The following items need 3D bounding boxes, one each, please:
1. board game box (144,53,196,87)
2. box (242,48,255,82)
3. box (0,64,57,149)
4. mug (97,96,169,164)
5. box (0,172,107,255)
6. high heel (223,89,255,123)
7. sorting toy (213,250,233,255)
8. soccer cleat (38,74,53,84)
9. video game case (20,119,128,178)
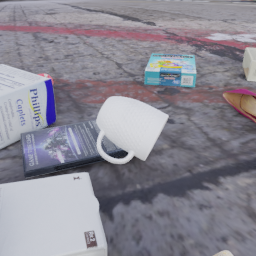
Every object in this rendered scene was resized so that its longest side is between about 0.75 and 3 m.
[{"bbox_3d":[1.888,-2.597,12.243,2.023,0.629,2.680,5,30,9],"label":"board game box"},{"bbox_3d":[5.770,-2.838,12.396,1.080,0.884,2.274,8,31,14],"label":"box"},{"bbox_3d":[-3.924,-0.601,7.885,2.560,1.461,2.784,20,36,32],"label":"box"},{"bbox_3d":[-0.054,0.075,6.399,1.403,1.182,1.601,28,69,8],"label":"mug"},{"bbox_3d":[-1.246,1.642,4.243,1.626,1.063,1.617,-5,30,-15],"label":"box"},{"bbox_3d":[3.711,-0.470,8.118,1.434,1.005,2.982,12,16,2],"label":"high heel"},{"bbox_3d":[0.513,2.447,3.046,1.989,1.063,1.791,10,41,-27],"label":"sorting toy"},{"bbox_3d":[-3.960,-1.497,10.378,2.373,0.791,0.907,-16,2,-16],"label":"soccer cleat"},{"bbox_3d":[-1.400,0.395,7.125,2.458,0.233,1.756,-12,32,-17],"label":"video game case"}]
